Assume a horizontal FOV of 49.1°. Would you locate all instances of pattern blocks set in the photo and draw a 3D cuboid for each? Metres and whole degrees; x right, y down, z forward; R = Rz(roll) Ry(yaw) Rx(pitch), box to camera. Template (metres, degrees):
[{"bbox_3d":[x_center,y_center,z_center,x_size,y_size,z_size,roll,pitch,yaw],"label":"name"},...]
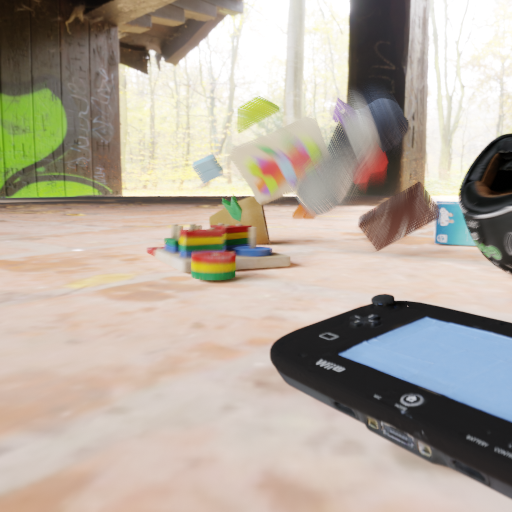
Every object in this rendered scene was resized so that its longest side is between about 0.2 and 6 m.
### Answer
[{"bbox_3d":[0.487,-1.530,9.253,2.781,2.445,0.225,-30,34,23],"label":"pattern blocks set"}]

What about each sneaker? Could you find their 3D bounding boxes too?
[{"bbox_3d":[1.568,-1.597,8.963,1.509,0.794,2.089,-37,-12,-42],"label":"sneaker"}]

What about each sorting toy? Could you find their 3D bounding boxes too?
[{"bbox_3d":[-0.666,-0.208,9.582,1.824,0.640,3.783,-2,7,-23],"label":"sorting toy"}]

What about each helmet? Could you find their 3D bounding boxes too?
[{"bbox_3d":[4.055,-0.643,7.792,1.983,2.080,2.080,36,-7,-22],"label":"helmet"}]

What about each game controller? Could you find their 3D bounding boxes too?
[{"bbox_3d":[1.293,0.726,3.193,1.439,0.581,2.759,-5,8,-33],"label":"game controller"}]

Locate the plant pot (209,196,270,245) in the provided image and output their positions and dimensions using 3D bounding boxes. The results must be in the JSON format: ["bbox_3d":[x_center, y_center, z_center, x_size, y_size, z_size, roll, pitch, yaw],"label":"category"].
[{"bbox_3d":[-0.387,-0.709,12.274,1.203,1.121,1.121,-10,7,5],"label":"plant pot"}]

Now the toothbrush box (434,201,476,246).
[{"bbox_3d":[5.085,-0.729,12.417,2.166,0.924,1.586,2,8,16],"label":"toothbrush box"}]

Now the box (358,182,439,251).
[{"bbox_3d":[2.489,-0.676,9.818,1.255,0.629,0.470,-33,17,28],"label":"box"}]
